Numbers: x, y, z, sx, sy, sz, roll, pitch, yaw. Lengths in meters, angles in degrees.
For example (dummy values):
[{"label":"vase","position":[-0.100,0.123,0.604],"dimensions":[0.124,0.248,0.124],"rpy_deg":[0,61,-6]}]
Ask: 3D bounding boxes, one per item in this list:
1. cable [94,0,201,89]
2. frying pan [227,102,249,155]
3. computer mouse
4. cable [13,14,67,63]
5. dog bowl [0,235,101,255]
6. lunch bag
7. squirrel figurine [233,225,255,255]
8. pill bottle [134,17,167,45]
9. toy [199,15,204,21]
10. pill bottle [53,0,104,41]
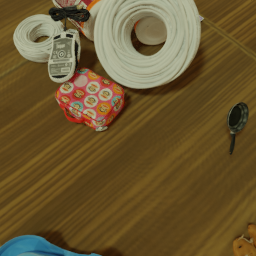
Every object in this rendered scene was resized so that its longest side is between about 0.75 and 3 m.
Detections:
[{"label":"cable","position":[0.475,-2.462,7.370],"dimensions":[2.797,0.968,2.797],"rpy_deg":[-32,92,19]},{"label":"frying pan","position":[2.576,-0.037,6.600],"dimensions":[0.725,1.198,0.195],"rpy_deg":[-22,26,-26]},{"label":"computer mouse","position":[-1.671,-2.240,7.576],"dimensions":[1.228,0.491,2.239],"rpy_deg":[1,80,16]},{"label":"cable","position":[-2.612,-2.720,8.480],"dimensions":[1.572,0.544,1.572],"rpy_deg":[6,64,5]},{"label":"dog bowl","position":[-1.402,3.160,5.570],"dimensions":[2.781,0.689,1.550],"rpy_deg":[14,65,6]},{"label":"lunch bag","position":[-1.047,-0.717,7.422],"dimensions":[1.655,0.678,1.458],"rpy_deg":[31,67,16]},{"label":"squirrel figurine","position":[2.829,2.602,5.792],"dimensions":[1.114,0.844,1.193],"rpy_deg":[-25,64,-4]},{"label":"pill bottle","position":[0.627,-3.808,8.604],"dimensions":[1.246,1.246,2.274],"rpy_deg":[-10,65,-5]},{"label":"toy","position":[1.677,-3.422,8.933],"dimensions":[1.407,0.332,0.810],"rpy_deg":[-40,70,-17]},{"label":"pill bottle","position":[-1.454,-3.934,8.597],"dimensions":[1.371,1.371,2.503],"rpy_deg":[-37,71,-16]}]
